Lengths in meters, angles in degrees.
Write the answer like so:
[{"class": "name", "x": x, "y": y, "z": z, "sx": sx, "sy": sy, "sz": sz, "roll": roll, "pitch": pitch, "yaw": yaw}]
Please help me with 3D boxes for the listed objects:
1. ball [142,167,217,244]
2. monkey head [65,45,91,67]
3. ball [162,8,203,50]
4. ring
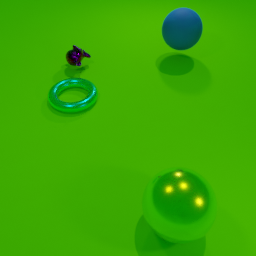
[{"class": "ball", "x": 0.958, "y": 1.437, "z": 5.294, "sx": 1.393, "sy": 1.393, "sz": 1.393, "roll": 0, "pitch": 45, "yaw": 0}, {"class": "monkey head", "x": -1.692, "y": -2.372, "z": 9.459, "sx": 0.779, "sy": 0.653, "sz": 1.083, "roll": 19, "pitch": 13, "yaw": -39}, {"class": "ball", "x": 1.837, "y": -3.348, "z": 9.532, "sx": 1.368, "sy": 1.368, "sz": 1.368, "roll": 0, "pitch": 45, "yaw": 0}, {"class": "ring", "x": -1.656, "y": -1.015, "z": 8.446, "sx": 1.508, "sy": 0.302, "sz": 1.508, "roll": 0, "pitch": 45, "yaw": 0}]
